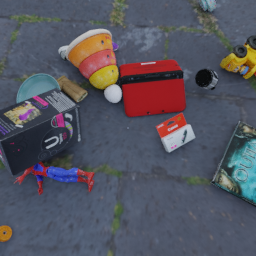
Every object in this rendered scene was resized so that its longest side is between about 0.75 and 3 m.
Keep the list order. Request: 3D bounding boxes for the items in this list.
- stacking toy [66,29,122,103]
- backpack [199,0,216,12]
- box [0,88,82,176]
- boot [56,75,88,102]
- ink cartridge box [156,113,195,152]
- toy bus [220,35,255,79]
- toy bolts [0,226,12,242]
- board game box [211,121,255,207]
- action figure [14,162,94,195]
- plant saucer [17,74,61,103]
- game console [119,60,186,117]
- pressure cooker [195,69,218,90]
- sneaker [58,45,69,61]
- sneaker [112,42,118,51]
[{"bbox_3d":[-1.014,-2.257,11.105,2.025,2.025,2.772,-28,87,-12],"label":"stacking toy"},{"bbox_3d":[3.737,-5.861,13.074,0.639,0.753,0.848,-35,72,9],"label":"backpack"},{"bbox_3d":[-3.042,0.054,9.304,2.687,1.642,1.425,-29,51,-30],"label":"box"},{"bbox_3d":[-2.449,-1.442,11.188,1.289,0.426,1.129,38,71,15],"label":"boot"},{"bbox_3d":[1.753,0.155,10.253,1.196,0.260,1.038,-28,103,-12],"label":"ink cartridge box"},{"bbox_3d":[4.970,-2.638,11.439,1.801,1.222,1.729,-32,85,-12],"label":"toy bus"},{"bbox_3d":[-4.356,3.611,8.839,1.080,0.784,1.131,23,47,-34],"label":"toy bolts"},{"bbox_3d":[4.291,1.223,9.967,1.801,0.375,2.662,27,68,12],"label":"board game box"},{"bbox_3d":[-2.605,1.775,9.353,2.679,0.874,1.326,15,47,7],"label":"action figure"},{"bbox_3d":[-3.393,-1.154,10.854,1.892,0.340,1.892,-2,80,14],"label":"plant saucer"},{"bbox_3d":[0.958,-1.684,11.403,2.433,1.444,2.096,-6,34,-3],"label":"game console"},{"bbox_3d":[3.090,-1.900,10.912,0.753,0.843,0.742,19,99,37],"label":"pressure cooker"},{"bbox_3d":[-2.195,-3.307,12.037,1.496,0.553,0.593,-20,76,-2],"label":"sneaker"},{"bbox_3d":[-0.869,-3.729,12.249,0.964,0.426,0.388,26,66,10],"label":"sneaker"}]
